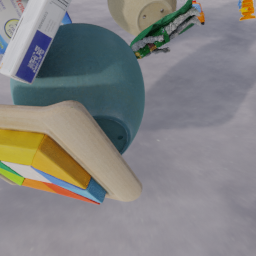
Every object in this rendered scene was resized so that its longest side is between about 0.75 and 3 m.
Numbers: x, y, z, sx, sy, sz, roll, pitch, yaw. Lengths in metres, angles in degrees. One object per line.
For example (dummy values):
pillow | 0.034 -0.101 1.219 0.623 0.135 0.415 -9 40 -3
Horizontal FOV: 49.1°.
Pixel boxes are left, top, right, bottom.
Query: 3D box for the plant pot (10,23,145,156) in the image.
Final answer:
plant pot | -0.760 -0.298 5.145 2.606 2.606 1.755 -11 44 -12

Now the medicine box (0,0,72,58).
medicine box | -2.457 -2.710 6.482 1.783 1.624 0.918 -28 11 -10

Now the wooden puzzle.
wooden puzzle | -1.357 0.480 4.014 2.631 2.434 0.490 1 57 24

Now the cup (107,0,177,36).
cup | 0.597 -3.622 8.464 2.185 2.185 1.563 -9 47 -10

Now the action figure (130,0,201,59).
action figure | 0.633 -1.824 5.719 1.752 1.035 0.479 -31 71 11

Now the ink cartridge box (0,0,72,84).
ink cartridge box | -1.302 -1.364 3.896 0.327 1.484 1.512 25 -1 -32

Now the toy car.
toy car | 2.313 -3.094 7.329 1.959 0.652 0.961 2 24 29
